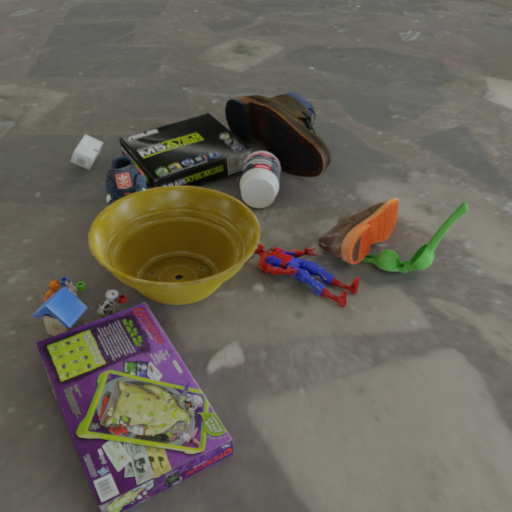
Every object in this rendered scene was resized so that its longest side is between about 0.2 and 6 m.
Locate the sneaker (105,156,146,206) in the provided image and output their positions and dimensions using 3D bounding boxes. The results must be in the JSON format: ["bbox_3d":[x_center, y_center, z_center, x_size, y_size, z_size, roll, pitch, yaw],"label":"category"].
[{"bbox_3d":[-2.443,-1.054,10.593,0.937,1.057,2.501,-12,40,-15],"label":"sneaker"}]

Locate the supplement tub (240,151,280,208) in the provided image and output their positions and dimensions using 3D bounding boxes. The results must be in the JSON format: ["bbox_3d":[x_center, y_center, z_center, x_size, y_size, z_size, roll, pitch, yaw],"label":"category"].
[{"bbox_3d":[0.084,-1.566,11.461,0.789,0.789,1.124,3,38,3],"label":"supplement tub"}]

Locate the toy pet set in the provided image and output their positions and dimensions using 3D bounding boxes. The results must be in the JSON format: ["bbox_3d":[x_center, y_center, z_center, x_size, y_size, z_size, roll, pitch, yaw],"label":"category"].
[{"bbox_3d":[-2.893,0.624,8.729,1.317,0.699,1.230,13,40,16],"label":"toy pet set"}]

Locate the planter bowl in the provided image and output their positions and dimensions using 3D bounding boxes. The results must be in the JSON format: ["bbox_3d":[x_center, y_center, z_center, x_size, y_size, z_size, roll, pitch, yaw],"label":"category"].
[{"bbox_3d":[-1.288,-0.001,9.165,2.675,1.114,2.675,2,39,-1],"label":"planter bowl"}]

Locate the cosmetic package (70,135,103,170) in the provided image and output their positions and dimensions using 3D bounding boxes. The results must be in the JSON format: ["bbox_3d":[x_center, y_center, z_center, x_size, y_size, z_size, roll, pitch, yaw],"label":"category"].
[{"bbox_3d":[-3.796,-2.339,12.579,0.451,0.328,0.887,23,35,-15],"label":"cosmetic package"}]

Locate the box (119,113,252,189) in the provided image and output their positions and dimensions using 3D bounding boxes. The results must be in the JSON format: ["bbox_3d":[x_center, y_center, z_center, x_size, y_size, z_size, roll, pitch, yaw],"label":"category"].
[{"bbox_3d":[-1.597,-2.324,12.574,2.321,0.552,2.242,-21,45,-20],"label":"box"}]

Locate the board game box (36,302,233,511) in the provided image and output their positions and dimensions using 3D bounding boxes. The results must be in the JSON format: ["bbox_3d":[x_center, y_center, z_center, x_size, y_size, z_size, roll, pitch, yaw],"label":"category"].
[{"bbox_3d":[-1.702,1.844,7.433,1.696,0.456,2.826,-23,43,-20],"label":"board game box"}]

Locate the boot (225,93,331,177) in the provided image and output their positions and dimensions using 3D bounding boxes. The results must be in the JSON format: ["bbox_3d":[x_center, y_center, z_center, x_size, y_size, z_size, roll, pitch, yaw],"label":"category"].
[{"bbox_3d":[0.938,-3.020,12.860,1.815,1.399,3.745,-23,41,-23],"label":"boot"}]

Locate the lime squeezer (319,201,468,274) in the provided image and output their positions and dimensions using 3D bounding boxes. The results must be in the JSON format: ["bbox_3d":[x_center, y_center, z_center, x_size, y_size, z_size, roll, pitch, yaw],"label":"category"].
[{"bbox_3d":[2.385,-0.091,9.555,2.661,0.940,0.502,-16,37,34],"label":"lime squeezer"}]

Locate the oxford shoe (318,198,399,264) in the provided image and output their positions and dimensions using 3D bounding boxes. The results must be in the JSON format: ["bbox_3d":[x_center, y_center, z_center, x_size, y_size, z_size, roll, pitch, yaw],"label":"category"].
[{"bbox_3d":[1.932,-0.597,10.203,0.792,0.774,2.171,19,33,33],"label":"oxford shoe"}]

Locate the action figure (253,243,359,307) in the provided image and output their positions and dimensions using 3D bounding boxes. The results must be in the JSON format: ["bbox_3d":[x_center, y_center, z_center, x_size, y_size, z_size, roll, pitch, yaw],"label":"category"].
[{"bbox_3d":[0.720,0.190,9.493,2.029,0.524,0.664,22,49,29],"label":"action figure"}]
